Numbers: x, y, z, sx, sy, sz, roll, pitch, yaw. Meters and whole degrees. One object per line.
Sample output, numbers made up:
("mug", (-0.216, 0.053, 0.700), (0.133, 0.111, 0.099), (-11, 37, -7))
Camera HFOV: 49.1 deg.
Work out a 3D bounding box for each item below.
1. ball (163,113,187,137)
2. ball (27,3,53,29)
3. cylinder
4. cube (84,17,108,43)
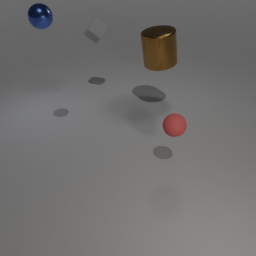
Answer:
("ball", (1.370, -0.083, 8.227), (0.700, 0.700, 0.700), (0, 32, 0))
("ball", (-2.508, -3.191, 8.013), (0.700, 0.700, 0.700), (0, 32, 0))
("cylinder", (1.274, -3.246, 11.357), (1.400, 1.400, 1.400), (-7, 36, 5))
("cube", (-1.414, -4.300, 12.358), (0.700, 0.700, 0.700), (33, -12, -21))
